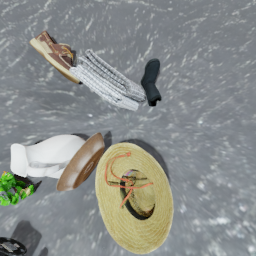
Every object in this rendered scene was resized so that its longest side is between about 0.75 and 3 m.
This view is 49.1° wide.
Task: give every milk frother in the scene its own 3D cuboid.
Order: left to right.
[{"bbox_3d":[-2.668,2.873,5.378,1.104,1.223,1.151,18,82,44],"label":"milk frother"}]

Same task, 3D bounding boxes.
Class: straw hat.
[{"bbox_3d":[0.364,1.473,6.418,1.024,2.419,2.419,2,54,-46],"label":"straw hat"}]

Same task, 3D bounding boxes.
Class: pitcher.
[{"bbox_3d":[-1.622,0.744,6.447,1.726,1.046,1.481,-3,14,-37],"label":"pitcher"}]

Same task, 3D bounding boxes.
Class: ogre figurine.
[{"bbox_3d":[-2.705,1.399,6.402,0.732,0.599,1.220,31,24,7],"label":"ogre figurine"}]

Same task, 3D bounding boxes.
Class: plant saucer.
[{"bbox_3d":[-1.002,0.845,6.473,0.298,1.632,1.632,34,68,8],"label":"plant saucer"}]

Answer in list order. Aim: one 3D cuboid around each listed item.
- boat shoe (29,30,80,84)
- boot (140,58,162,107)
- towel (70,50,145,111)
[{"bbox_3d":[-2.031,-2.193,8.354,0.791,0.793,2.197,-47,65,-2],"label":"boat shoe"},{"bbox_3d":[0.731,-1.231,7.775,0.425,1.112,0.935,-6,59,-22],"label":"boot"},{"bbox_3d":[-0.458,-1.255,7.540,1.791,1.483,0.767,38,101,13],"label":"towel"}]
